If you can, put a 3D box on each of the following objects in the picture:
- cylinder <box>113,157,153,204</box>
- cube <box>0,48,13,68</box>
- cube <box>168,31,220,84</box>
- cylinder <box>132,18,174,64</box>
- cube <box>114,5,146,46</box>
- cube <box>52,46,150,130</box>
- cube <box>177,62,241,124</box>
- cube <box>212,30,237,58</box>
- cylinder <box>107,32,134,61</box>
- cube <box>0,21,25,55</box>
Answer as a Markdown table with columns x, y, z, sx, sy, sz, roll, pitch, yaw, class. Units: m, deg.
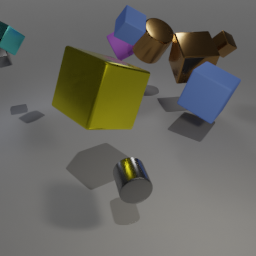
| x | y | z | sx | sy | sz | roll | pitch | yaw | class |
| --- | --- | --- | --- | --- | --- | --- | --- | --- | --- |
| 0.089 | 1.093 | 5.867 | 0.700 | 0.700 | 0.700 | -7 | 33 | -12 | cylinder |
| -4.706 | -2.654 | 10.144 | 0.700 | 0.700 | 0.700 | -18 | 77 | -12 | cube |
| 2.522 | -2.753 | 10.965 | 1.400 | 1.400 | 1.400 | -6 | 57 | -7 | cube |
| 1.079 | -3.786 | 12.247 | 1.400 | 1.400 | 1.400 | 11 | 60 | -20 | cylinder |
| 0.063 | -3.054 | 8.376 | 0.700 | 0.700 | 0.700 | 19 | 60 | -26 | cube |
| -0.617 | -0.861 | 6.245 | 1.400 | 1.400 | 1.400 | 31 | 20 | 38 | cube |
| 2.820 | -1.266 | 9.773 | 1.400 | 1.400 | 1.400 | 34 | 37 | 16 | cube |
| 3.914 | -3.442 | 11.527 | 0.700 | 0.700 | 0.700 | 7 | 62 | -39 | cube |
| -0.141 | -4.274 | 13.972 | 1.400 | 1.400 | 1.400 | -27 | 30 | 6 | cylinder |
| -3.812 | -2.813 | 8.725 | 0.700 | 0.700 | 0.700 | 30 | 1 | 26 | cube |
